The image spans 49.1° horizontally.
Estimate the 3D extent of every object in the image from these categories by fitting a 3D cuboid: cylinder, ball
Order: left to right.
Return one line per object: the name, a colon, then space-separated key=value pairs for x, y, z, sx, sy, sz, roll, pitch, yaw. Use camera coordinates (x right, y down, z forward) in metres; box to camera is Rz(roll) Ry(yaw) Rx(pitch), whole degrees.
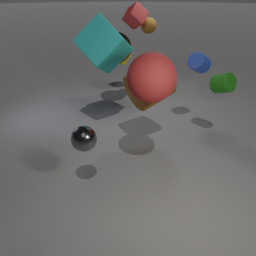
ball: x=-1.186 y=0.287 z=7.533 sx=0.700 sy=0.700 sz=0.700 roll=0 pitch=28 yaw=0
ball: x=-0.528 y=-3.623 z=12.686 sx=1.400 sy=1.400 sz=1.400 roll=0 pitch=28 yaw=0
ball: x=0.914 y=-4.534 z=12.393 sx=0.700 sy=0.700 sz=0.700 roll=0 pitch=28 yaw=0
cylinder: x=0.757 y=-1.526 z=9.942 sx=1.400 sy=1.400 sz=1.400 roll=-31 pitch=36 yaw=-12
ball: x=0.657 y=-1.403 z=7.839 sx=1.400 sy=1.400 sz=1.400 roll=0 pitch=28 yaw=0
cylinder: x=2.817 y=-2.579 z=11.076 sx=0.700 sy=0.700 sz=0.700 roll=26 pitch=11 yaw=40
cylinder: x=3.506 y=-1.651 z=10.339 sx=0.700 sy=0.700 sz=0.700 roll=-19 pitch=12 yaw=-32

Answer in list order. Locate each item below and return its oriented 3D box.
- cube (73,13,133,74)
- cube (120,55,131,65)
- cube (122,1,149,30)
cube: x=-0.907 y=-3.124 z=10.543 sx=1.400 sy=1.400 sz=1.400 roll=49 pitch=11 yaw=10
cube: x=-0.411 y=-3.932 z=15.098 sx=0.700 sy=0.700 sz=0.700 roll=28 pitch=79 yaw=39
cube: x=0.306 y=-4.720 z=11.798 sx=0.700 sy=0.700 sz=0.700 roll=-3 pitch=57 yaw=58
